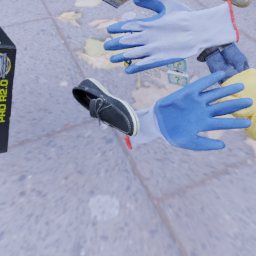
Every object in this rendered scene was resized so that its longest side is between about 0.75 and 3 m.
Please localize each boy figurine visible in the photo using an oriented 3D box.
[{"bbox_3d":[2.361,-0.744,5.599,1.400,0.726,2.252,-30,85,-12],"label":"boy figurine"}]

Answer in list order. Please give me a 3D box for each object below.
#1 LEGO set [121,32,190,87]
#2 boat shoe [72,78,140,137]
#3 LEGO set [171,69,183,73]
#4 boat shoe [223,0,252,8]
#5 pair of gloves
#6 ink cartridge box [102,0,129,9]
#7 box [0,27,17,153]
[{"bbox_3d":[0.481,-1.404,5.872,1.599,1.195,0.393,21,59,30],"label":"LEGO set"},{"bbox_3d":[-0.361,-0.288,4.215,0.427,0.512,1.372,-26,54,-34],"label":"boat shoe"},{"bbox_3d":[1.333,-1.337,7.353,0.268,0.944,0.613,-21,13,10],"label":"LEGO set"},{"bbox_3d":[2.086,-3.763,6.637,0.820,0.911,2.524,11,46,-44],"label":"boat shoe"},{"bbox_3d":[0.731,-0.808,4.254,2.038,2.535,0.289,-10,10,10],"label":"pair of gloves"},{"bbox_3d":[-0.113,-4.767,8.296,2.679,2.674,0.544,-14,83,33],"label":"ink cartridge box"},{"bbox_3d":[-3.251,-1.203,6.049,0.651,2.355,2.939,-6,39,-38],"label":"box"}]
